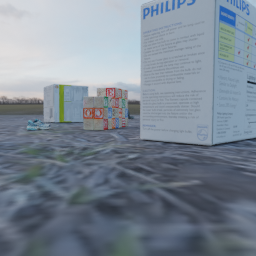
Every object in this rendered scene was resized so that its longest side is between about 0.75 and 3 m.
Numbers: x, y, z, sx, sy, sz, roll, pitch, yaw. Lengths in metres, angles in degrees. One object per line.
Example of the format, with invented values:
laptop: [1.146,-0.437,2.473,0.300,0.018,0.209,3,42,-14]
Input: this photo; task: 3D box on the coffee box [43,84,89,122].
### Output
coffee box: [-3.307,-1.268,14.920,1.899,1.921,1.918,-2,4,-32]

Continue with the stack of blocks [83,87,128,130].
stack of blocks: [-0.699,-0.692,9.704,0.709,1.395,2.422,1,4,18]

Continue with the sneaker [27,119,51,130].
sneaker: [-2.773,-0.113,8.790,0.311,0.346,0.801,3,4,39]

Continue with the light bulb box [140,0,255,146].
light bulb box: [1.679,-1.111,5.873,1.672,2.679,2.656,3,4,43]

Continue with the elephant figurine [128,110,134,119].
elephant figurine: [-0.515,-1.266,15.286,1.168,1.651,1.281,-17,-24,34]
